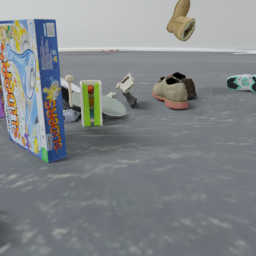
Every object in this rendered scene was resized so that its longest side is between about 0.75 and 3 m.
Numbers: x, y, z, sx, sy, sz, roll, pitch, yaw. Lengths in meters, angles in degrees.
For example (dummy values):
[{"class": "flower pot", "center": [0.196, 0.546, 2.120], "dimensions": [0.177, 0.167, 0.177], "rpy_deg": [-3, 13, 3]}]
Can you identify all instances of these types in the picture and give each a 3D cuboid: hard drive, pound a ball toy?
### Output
[{"class": "hard drive", "center": [-2.197, -1.358, 9.955], "dimensions": [1.757, 0.476, 2.515], "rpy_deg": [26, 7, -26]}, {"class": "pound a ball toy", "center": [-1.250, -0.815, 8.062], "dimensions": [0.973, 1.493, 0.634], "rpy_deg": [-4, 20, -9]}]

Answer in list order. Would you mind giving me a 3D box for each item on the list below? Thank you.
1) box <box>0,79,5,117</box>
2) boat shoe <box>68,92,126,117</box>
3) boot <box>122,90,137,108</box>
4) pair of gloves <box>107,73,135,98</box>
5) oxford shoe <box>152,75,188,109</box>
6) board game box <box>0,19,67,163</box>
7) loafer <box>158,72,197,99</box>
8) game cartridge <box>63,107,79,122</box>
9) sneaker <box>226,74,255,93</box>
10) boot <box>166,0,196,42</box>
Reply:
[{"class": "box", "center": [-4.465, -1.368, 9.601], "dimensions": [0.435, 1.521, 2.223], "rpy_deg": [-6, 20, -17]}, {"class": "boat shoe", "center": [-0.982, -0.666, 8.857], "dimensions": [1.813, 0.547, 0.685], "rpy_deg": [16, 55, -13]}, {"class": "boot", "center": [0.033, -1.190, 10.277], "dimensions": [0.354, 0.669, 1.016], "rpy_deg": [-35, 20, 3]}, {"class": "pair of gloves", "center": [-0.424, -1.311, 10.078], "dimensions": [1.569, 0.275, 1.334], "rpy_deg": [-38, 19, 16]}, {"class": "oxford shoe", "center": [1.644, -1.545, 10.820], "dimensions": [0.980, 1.041, 2.783], "rpy_deg": [-5, 20, -14]}, {"class": "board game box", "center": [-2.169, -0.864, 6.154], "dimensions": [1.919, 2.836, 0.489], "rpy_deg": [17, 26, 42]}, {"class": "loafer", "center": [2.161, -1.987, 12.217], "dimensions": [0.976, 0.954, 2.674], "rpy_deg": [-8, 21, -21]}, {"class": "game cartridge", "center": [-2.300, -0.441, 8.887], "dimensions": [1.405, 0.287, 0.935], "rpy_deg": [1, 15, 3]}, {"class": "sneaker", "center": [5.803, -2.145, 12.870], "dimensions": [2.129, 0.828, 1.489], "rpy_deg": [18, 27, 40]}, {"class": "boot", "center": [2.276, -4.351, 11.139], "dimensions": [0.614, 1.625, 1.855], "rpy_deg": [17, 22, -18]}]
